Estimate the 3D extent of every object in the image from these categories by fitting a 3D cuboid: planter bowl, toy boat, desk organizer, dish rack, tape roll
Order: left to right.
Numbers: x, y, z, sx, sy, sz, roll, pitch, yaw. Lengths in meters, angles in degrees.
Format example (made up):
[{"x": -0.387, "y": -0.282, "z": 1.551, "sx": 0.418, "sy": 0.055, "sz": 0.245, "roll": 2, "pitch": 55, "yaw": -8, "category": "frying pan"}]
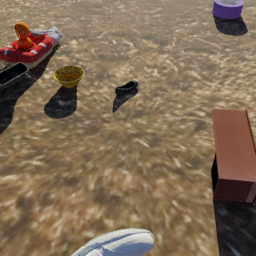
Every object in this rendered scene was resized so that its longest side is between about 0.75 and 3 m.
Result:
[{"x": -4.447, "y": -1.651, "z": 7.592, "sx": 2.759, "sy": 0.753, "sz": 2.117, "roll": 32, "pitch": 39, "yaw": 4, "category": "dish rack"}, {"x": -3.326, "y": -2.741, "z": 8.975, "sx": 1.247, "sy": 1.249, "sz": 1.911, "roll": 14, "pitch": 46, "yaw": 14, "category": "toy boat"}, {"x": -1.730, "y": -1.452, "z": 8.277, "sx": 0.897, "sy": 0.374, "sz": 0.897, "roll": 0, "pitch": 43, "yaw": 0, "category": "planter bowl"}, {"x": 4.281, "y": -5.186, "z": 12.042, "sx": 1.227, "sy": 0.521, "sz": 1.227, "roll": 0, "pitch": 43, "yaw": 0, "category": "tape roll"}, {"x": 2.212, "y": 0.501, "z": 5.999, "sx": 0.805, "sy": 0.750, "sz": 2.092, "roll": 4, "pitch": 44, "yaw": 8, "category": "desk organizer"}]

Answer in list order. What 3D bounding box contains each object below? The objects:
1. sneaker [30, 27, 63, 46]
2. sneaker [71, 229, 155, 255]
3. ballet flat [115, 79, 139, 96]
[{"x": -3.011, "y": -3.392, "z": 10.237, "sx": 1.256, "sy": 0.472, "sz": 0.722, "roll": 18, "pitch": 46, "yaw": 11, "category": "sneaker"}, {"x": -0.661, "y": 2.333, "z": 4.111, "sx": 2.511, "sy": 0.883, "sz": 1.006, "roll": -23, "pitch": 55, "yaw": -13, "category": "sneaker"}, {"x": -0.008, "y": -1.203, "z": 8.102, "sx": 0.898, "sy": 0.255, "sz": 0.298, "roll": -35, "pitch": 54, "yaw": -30, "category": "ballet flat"}]
